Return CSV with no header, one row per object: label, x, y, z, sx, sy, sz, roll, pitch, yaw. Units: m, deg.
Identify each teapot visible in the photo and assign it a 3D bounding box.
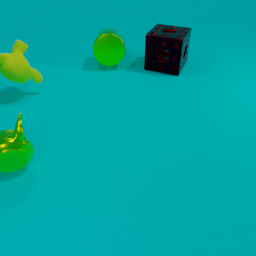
teapot,-2.659,0.422,6.277,1.047,1.684,0.824,11,39,-42

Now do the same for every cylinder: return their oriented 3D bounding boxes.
cylinder,-0.727,-3.152,10.854,1.215,1.215,1.215,-2,29,-2

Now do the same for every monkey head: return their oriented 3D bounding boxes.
monkey head,-3.414,-2.041,8.696,1.025,1.223,1.700,35,6,37

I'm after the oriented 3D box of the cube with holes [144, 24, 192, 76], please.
cube with holes,1.512,-3.015,10.687,1.370,1.370,1.370,14,40,18
